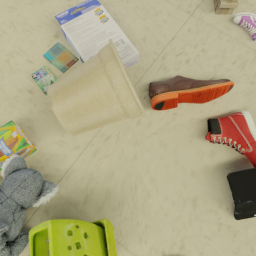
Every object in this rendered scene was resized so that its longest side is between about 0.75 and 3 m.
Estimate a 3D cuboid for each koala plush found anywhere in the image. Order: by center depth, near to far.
[{"bbox_3d":[-2.818,1.789,6.783,1.810,1.875,2.041,37,66,11],"label":"koala plush"}]

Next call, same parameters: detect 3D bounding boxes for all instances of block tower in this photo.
[{"bbox_3d":[3.283,-4.936,9.646,0.607,0.650,2.248,1,69,0],"label":"block tower"}]

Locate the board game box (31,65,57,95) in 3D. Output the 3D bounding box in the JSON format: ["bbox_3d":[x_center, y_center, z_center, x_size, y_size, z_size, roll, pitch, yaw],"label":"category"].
[{"bbox_3d":[-2.565,-1.487,8.714,0.567,0.123,0.843,-36,75,-12],"label":"board game box"}]

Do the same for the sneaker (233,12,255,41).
[{"bbox_3d":[4.043,-3.281,9.158,1.322,0.479,0.754,17,75,6],"label":"sneaker"}]

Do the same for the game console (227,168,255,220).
[{"bbox_3d":[3.301,1.679,7.233,1.314,1.155,0.764,-13,42,4],"label":"game console"}]

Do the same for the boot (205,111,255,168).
[{"bbox_3d":[2.948,0.527,7.746,1.405,0.705,1.948,-13,63,-4],"label":"boot"}]

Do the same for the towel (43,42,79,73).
[{"bbox_3d":[-2.165,-2.271,8.996,0.963,0.105,0.706,41,76,12],"label":"towel"}]

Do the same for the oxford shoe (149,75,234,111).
[{"bbox_3d":[1.845,-1.227,8.251,2.510,0.893,0.910,-9,65,-4],"label":"oxford shoe"}]

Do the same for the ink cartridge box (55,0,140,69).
[{"bbox_3d":[-1.009,-2.840,8.961,1.592,0.560,2.668,-32,77,-11],"label":"ink cartridge box"}]

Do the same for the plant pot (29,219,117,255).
[{"bbox_3d":[-1.167,2.876,6.108,1.549,1.698,1.707,3,65,-32],"label":"plant pot"}]

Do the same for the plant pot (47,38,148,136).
[{"bbox_3d":[-0.887,-0.892,7.565,2.094,2.287,2.287,-24,72,5],"label":"plant pot"}]

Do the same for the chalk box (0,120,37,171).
[{"bbox_3d":[-3.390,0.607,7.609,1.369,0.847,0.852,-37,75,-12],"label":"chalk box"}]
